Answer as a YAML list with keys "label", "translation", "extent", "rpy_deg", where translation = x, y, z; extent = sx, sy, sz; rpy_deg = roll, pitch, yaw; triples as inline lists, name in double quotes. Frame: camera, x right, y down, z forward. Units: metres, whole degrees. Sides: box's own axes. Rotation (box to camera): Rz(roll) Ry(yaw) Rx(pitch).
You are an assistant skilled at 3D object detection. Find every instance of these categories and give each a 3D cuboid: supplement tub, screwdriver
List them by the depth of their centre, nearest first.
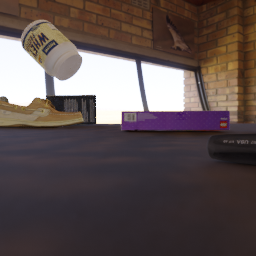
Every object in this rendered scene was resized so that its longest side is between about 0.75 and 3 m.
- label: "screwdriver"
  translation: [0.590, 0.060, 0.775]
  extent: [0.784, 0.109, 0.114]
  rpy_deg: [-3, 29, 41]
- label: "supplement tub"
  translation: [-2.450, -2.492, 9.096]
  extent: [1.758, 1.275, 1.275]
  rpy_deg: [44, 14, 13]

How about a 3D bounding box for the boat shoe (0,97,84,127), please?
- label: "boat shoe"
  translation: [-2.531, -0.444, 7.774]
  extent: [2.566, 0.852, 0.950]
  rpy_deg: [0, 1, -8]

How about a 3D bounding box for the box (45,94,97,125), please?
- label: "box"
  translation: [-2.517, -0.784, 12.660]
  extent: [2.114, 1.333, 2.150]
  rpy_deg: [0, 1, -9]

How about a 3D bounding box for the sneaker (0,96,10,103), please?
- label: "sneaker"
  translation: [-4.376, -0.424, 9.251]
  extent: [1.066, 0.936, 2.660]
  rpy_deg: [-6, -4, -19]

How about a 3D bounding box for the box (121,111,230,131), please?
- label: "box"
  translation: [0.695, -0.111, 4.576]
  extent: [1.590, 0.311, 1.088]
  rpy_deg: [0, 1, 2]
